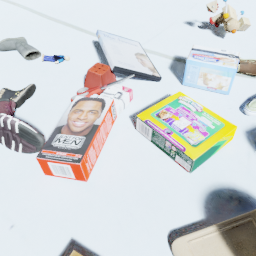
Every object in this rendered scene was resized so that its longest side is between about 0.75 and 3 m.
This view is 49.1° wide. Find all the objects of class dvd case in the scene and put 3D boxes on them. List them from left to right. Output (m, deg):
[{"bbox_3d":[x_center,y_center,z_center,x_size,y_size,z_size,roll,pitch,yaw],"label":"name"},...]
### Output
[{"bbox_3d":[-0.019,-2.993,11.459,2.123,0.261,2.976,7,40,-28],"label":"dvd case"}]

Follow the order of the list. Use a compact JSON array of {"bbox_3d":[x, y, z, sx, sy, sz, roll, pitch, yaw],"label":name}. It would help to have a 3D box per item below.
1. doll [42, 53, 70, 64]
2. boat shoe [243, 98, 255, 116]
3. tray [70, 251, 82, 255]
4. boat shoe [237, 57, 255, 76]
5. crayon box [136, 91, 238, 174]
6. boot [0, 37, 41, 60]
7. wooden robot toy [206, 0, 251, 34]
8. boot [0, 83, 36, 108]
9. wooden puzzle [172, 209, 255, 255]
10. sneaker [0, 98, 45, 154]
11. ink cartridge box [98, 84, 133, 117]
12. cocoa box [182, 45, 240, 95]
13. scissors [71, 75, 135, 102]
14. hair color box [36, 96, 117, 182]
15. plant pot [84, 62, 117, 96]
[{"bbox_3d":[-3.083,-2.984,12.029,1.175,0.285,0.802,0,37,-9],"label":"doll"},{"bbox_3d":[4.735,-0.943,9.830,1.680,0.521,0.605,-24,50,-22],"label":"boat shoe"},{"bbox_3d":[-0.297,3.690,5.238,2.820,0.522,1.391,22,49,21],"label":"tray"},{"bbox_3d":[4.607,-2.423,11.230,0.693,0.692,1.873,-32,41,-30],"label":"boat shoe"},{"bbox_3d":[1.777,0.001,8.771,2.041,0.690,2.366,-30,52,-28],"label":"crayon box"},{"bbox_3d":[-4.808,-3.427,12.363,1.458,0.582,1.604,-27,58,-22],"label":"boot"},{"bbox_3d":[4.747,-4.865,13.154,2.923,1.288,1.326,9,63,-40],"label":"wooden robot toy"},{"bbox_3d":[-4.068,-1.288,10.245,0.944,0.459,1.254,17,54,15],"label":"boot"},{"bbox_3d":[2.475,3.096,5.927,2.462,0.458,2.278,-17,48,-10],"label":"wooden puzzle"},{"bbox_3d":[-3.714,-0.315,8.868,2.960,1.120,1.709,19,32,5],"label":"sneaker"},{"bbox_3d":[-0.481,-0.995,9.897,0.866,0.497,1.192,21,49,20],"label":"ink cartridge box"},{"bbox_3d":[3.129,-2.214,10.601,1.819,1.213,1.194,16,47,15],"label":"cocoa box"},{"bbox_3d":[-0.933,-1.371,9.932,2.413,0.168,0.883,-10,33,21],"label":"scissors"},{"bbox_3d":[-1.401,0.205,8.374,1.382,0.834,2.723,5,44,16],"label":"hair color box"},{"bbox_3d":[-1.042,-1.896,10.552,0.964,0.851,0.965,24,49,21],"label":"plant pot"}]
